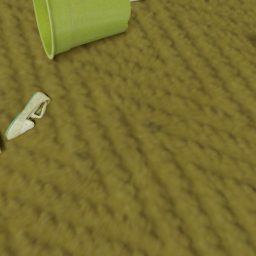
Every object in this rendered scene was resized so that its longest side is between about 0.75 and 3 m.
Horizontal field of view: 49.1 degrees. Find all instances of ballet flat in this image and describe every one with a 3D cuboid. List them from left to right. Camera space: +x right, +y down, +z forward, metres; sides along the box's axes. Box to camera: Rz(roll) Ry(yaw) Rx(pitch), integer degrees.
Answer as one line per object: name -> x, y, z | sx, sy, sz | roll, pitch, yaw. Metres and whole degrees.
ballet flat -> -2.966, -0.345, 8.466 | 0.557, 0.602, 1.786 | 27, 67, 2

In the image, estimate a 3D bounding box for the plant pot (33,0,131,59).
plant pot -> -1.498, -3.958, 9.254 | 2.775, 2.922, 2.922 | -15, 64, -21
